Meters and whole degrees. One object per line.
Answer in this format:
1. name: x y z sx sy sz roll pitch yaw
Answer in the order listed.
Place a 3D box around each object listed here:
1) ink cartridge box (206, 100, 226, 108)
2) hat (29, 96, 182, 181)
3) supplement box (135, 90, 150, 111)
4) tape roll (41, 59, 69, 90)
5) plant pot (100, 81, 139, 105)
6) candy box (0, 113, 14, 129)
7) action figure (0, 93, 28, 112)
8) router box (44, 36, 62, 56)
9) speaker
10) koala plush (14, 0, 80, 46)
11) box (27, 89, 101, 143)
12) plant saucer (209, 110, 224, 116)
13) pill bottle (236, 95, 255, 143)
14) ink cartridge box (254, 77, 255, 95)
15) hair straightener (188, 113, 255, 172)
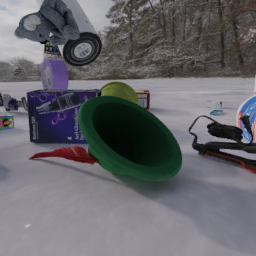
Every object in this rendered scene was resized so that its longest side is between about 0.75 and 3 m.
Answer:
1. ink cartridge box: 4.962 -1.348 15.785 0.916 0.386 0.662 -8 14 -35
2. hat: -0.435 0.738 5.775 2.057 2.186 2.483 -1 44 -40
3. supplement box: 0.534 -1.496 14.953 1.268 1.000 1.937 0 11 1
4. tape roll: -5.981 -4.058 22.779 1.264 2.975 2.975 -8 14 -34
5. plant pot: -0.507 -0.679 9.995 1.652 1.652 1.569 2 22 8
6. candy box: -4.844 -0.219 9.856 1.042 0.475 1.233 12 17 41
7. action figure: -4.858 -1.138 13.471 2.672 0.927 1.738 6 2 10
8. router box: -3.514 -3.983 13.618 1.078 0.808 0.335 8 25 -3
9. speaker: -1.743 -3.080 7.945 1.134 1.134 2.793 -8 55 -34
10. koala plush: -1.823 -2.207 5.964 1.130 1.038 1.002 -31 20 -31
11. box: -1.773 -0.369 8.116 1.978 1.464 1.032 -1 12 1
12. plant saucer: 4.245 -0.738 13.415 0.465 0.126 1.331 6 13 26
13. pill bottle: 3.598 -0.146 7.107 1.425 1.425 2.540 2 10 8
14. ink cartridge box: 6.290 -1.380 12.271 1.333 1.844 0.780 1 15 10
15. hair straightener: 2.393 0.233 5.854 0.610 1.148 2.984 -7 13 -31
